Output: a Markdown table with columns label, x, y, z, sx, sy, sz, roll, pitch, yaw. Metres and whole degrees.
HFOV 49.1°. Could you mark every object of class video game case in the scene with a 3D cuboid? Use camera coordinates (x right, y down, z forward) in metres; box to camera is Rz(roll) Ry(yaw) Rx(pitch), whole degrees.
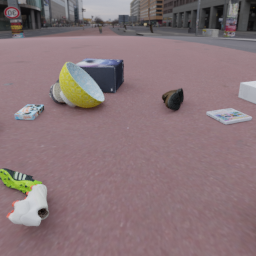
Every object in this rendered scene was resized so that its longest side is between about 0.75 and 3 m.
| label | x | y | z | sx | sy | sz | roll | pitch | yaw |
| --- | --- | --- | --- | --- | --- | --- | --- | --- | --- |
| video game case | 4.349 | -0.521 | 12.103 | 1.404 | 0.166 | 1.278 | -9 | 25 | -21 |

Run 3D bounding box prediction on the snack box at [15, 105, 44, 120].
| label | x | y | z | sx | sy | sz | roll | pitch | yaw |
| --- | --- | --- | --- | --- | --- | --- | --- | --- | --- |
| snack box | -4.346 | -0.716 | 12.435 | 0.794 | 0.254 | 1.367 | 2 | 23 | 4 |

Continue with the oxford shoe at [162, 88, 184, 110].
| label | x | y | z | sx | sy | sz | roll | pitch | yaw |
| --- | --- | --- | --- | --- | --- | --- | --- | --- | --- |
| oxford shoe | 2.033 | -1.316 | 13.353 | 0.944 | 0.813 | 2.236 | -4 | 15 | 22 |

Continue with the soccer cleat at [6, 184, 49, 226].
| label | x | y | z | sx | sy | sz | roll | pitch | yaw |
| --- | --- | --- | --- | --- | --- | --- | --- | --- | --- |
| soccer cleat | -2.022 | 1.717 | 6.152 | 0.687 | 0.614 | 1.772 | 24 | 2 | -3 |

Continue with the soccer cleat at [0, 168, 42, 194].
| label | x | y | z | sx | sy | sz | roll | pitch | yaw |
| --- | --- | --- | --- | --- | --- | --- | --- | --- | --- |
| soccer cleat | -2.866 | 1.384 | 7.425 | 1.307 | 0.441 | 0.530 | 18 | 18 | 26 |

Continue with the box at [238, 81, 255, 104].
| label | x | y | z | sx | sy | sz | roll | pitch | yaw |
| --- | --- | --- | --- | --- | --- | --- | --- | --- | --- |
| box | 6.635 | -1.803 | 14.253 | 1.159 | 0.810 | 1.522 | -8 | 24 | -18 |

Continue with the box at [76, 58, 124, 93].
| label | x | y | z | sx | sy | sz | roll | pitch | yaw |
| --- | --- | --- | --- | --- | --- | --- | --- | --- | --- |
| box | -1.671 | -3.154 | 16.520 | 2.499 | 1.540 | 2.479 | 4 | 25 | 9 |

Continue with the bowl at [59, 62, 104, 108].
| label | x | y | z | sx | sy | sz | roll | pitch | yaw |
| --- | --- | --- | --- | --- | --- | --- | --- | --- | --- |
| bowl | -2.416 | -1.772 | 13.200 | 1.307 | 2.429 | 2.429 | -40 | 17 | 16 |

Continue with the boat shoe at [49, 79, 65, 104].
| label | x | y | z | sx | sy | sz | roll | pitch | yaw |
| --- | --- | --- | --- | --- | --- | --- | --- | --- | --- |
| boat shoe | -3.596 | -1.843 | 14.688 | 0.937 | 1.086 | 2.989 | -40 | 24 | 16 |
